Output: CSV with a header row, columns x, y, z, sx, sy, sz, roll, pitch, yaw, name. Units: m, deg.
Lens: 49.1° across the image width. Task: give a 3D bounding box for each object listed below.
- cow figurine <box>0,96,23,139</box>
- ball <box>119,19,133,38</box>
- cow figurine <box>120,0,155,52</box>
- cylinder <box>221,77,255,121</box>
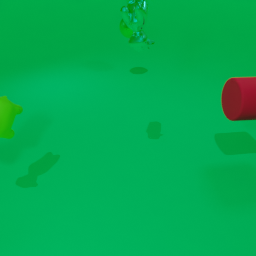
x,y,z,sx,sy,sz,roll,pitch,yaw,name
-2.443,-0.086,4.979,0.604,1.101,1.083,20,-3,10,cow figurine
0.091,-3.743,10.363,0.825,0.825,0.825,0,32,0,ball
0.195,-1.911,5.124,0.498,0.893,0.908,-2,58,23,cow figurine
2.636,-0.628,6.016,0.921,0.921,0.921,-3,32,-8,cylinder
